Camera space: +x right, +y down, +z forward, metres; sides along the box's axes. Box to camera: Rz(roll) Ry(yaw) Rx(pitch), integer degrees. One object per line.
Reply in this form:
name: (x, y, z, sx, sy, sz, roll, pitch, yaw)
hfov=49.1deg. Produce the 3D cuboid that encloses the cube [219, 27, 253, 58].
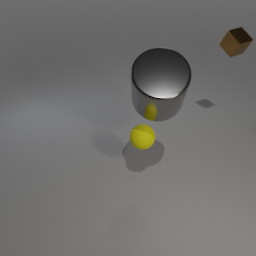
cube: (3.934, -3.127, 10.216, 0.700, 0.700, 0.700, -21, 67, -23)

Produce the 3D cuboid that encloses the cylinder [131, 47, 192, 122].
cylinder: (0.780, -1.045, 7.061, 1.400, 1.400, 1.400, -1, 71, 2)

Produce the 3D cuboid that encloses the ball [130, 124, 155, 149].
ball: (0.397, 0.242, 7.723, 0.700, 0.700, 0.700, 0, 30, 0)
